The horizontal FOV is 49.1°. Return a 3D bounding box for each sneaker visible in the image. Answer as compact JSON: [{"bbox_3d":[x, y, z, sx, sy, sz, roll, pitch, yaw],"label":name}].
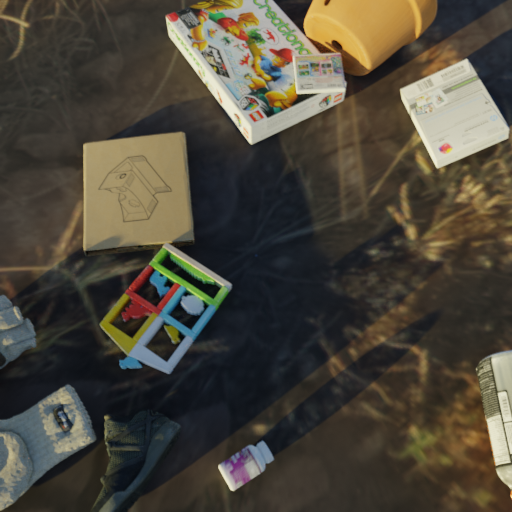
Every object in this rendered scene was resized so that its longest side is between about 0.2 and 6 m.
[{"bbox_3d":[-1.955,2.935,7.944,1.013,0.676,1.769,27,64,15],"label":"sneaker"}]

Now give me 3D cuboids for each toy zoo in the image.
[{"bbox_3d":[-1.537,0.939,9.111,1.377,0.215,2.100,32,67,10],"label":"toy zoo"}]

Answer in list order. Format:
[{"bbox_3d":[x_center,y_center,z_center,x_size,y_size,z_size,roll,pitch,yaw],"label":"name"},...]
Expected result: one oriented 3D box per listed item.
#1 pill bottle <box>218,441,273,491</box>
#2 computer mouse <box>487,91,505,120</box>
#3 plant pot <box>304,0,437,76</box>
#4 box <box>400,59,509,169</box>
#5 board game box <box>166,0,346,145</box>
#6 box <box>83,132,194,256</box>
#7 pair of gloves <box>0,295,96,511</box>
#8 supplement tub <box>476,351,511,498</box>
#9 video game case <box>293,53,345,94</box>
[{"bbox_3d":[-0.135,2.991,8.040,0.737,0.414,0.414,-29,67,-14],"label":"pill bottle"},{"bbox_3d":[4.277,-2.971,10.977,1.040,0.396,1.502,-34,70,-5],"label":"computer mouse"},{"bbox_3d":[2.072,-4.725,11.007,2.365,2.365,1.655,36,85,17],"label":"plant pot"},{"bbox_3d":[3.746,-2.726,10.681,1.387,0.366,1.779,-23,64,11],"label":"box"},{"bbox_3d":[-0.065,-4.044,11.453,2.193,0.601,3.475,-29,67,-14],"label":"board game box"},{"bbox_3d":[-2.176,-1.167,10.221,1.928,0.251,2.359,-6,64,-3],"label":"box"},{"bbox_3d":[-4.198,2.276,8.333,2.665,0.550,3.135,-36,69,-18],"label":"pair of gloves"},{"bbox_3d":[3.909,2.414,7.871,1.232,1.232,2.011,-2,64,-1],"label":"supplement tub"},{"bbox_3d":[1.204,-3.501,10.741,0.930,0.110,0.847,-3,70,-1],"label":"video game case"}]
